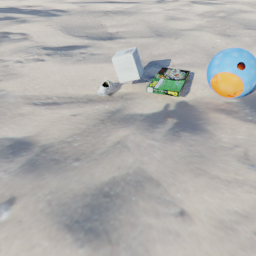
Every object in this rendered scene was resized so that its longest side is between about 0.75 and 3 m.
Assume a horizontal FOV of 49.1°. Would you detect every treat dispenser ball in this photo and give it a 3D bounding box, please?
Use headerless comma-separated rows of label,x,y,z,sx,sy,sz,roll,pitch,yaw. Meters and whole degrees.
treat dispenser ball,3.099,-1.621,8.322,1.483,1.483,1.483,0,35,0

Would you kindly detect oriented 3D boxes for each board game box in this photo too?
board game box,1.349,-1.531,9.066,1.023,0.229,1.953,14,33,16

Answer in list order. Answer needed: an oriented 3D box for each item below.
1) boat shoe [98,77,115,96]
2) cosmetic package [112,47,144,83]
boat shoe,-0.650,-1.365,8.766,0.378,0.437,1.025,25,29,8
cosmetic package,0.011,-1.962,8.733,0.693,0.840,0.692,-8,30,21
